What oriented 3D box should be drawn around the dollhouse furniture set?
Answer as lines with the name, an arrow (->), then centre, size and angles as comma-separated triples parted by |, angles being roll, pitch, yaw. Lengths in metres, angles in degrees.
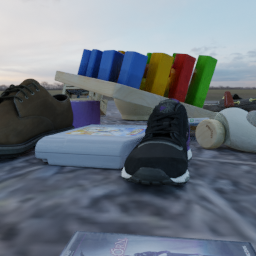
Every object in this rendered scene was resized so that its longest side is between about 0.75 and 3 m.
dollhouse furniture set -> -1.636, -0.843, 10.711 | 1.171, 1.164, 1.661 | 1, -18, 16

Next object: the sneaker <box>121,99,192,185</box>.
sneaker -> 0.346, 0.071, 3.009 | 0.660, 0.763, 1.743 | 2, 7, 14

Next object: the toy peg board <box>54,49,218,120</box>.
toy peg board -> 0.270, -1.181, 5.996 | 2.694, 1.323, 2.706 | 11, 7, -36

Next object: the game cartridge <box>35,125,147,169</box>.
game cartridge -> -0.258, 0.188, 3.955 | 1.228, 0.383, 1.845 | -3, 6, 15

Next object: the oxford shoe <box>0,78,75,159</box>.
oxford shoe -> -1.651, -0.168, 3.927 | 0.916, 1.064, 2.520 | 4, 9, 19

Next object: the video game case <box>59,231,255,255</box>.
video game case -> 0.121, 0.633, 1.147 | 0.910, 0.086, 0.650 | 2, 7, 8

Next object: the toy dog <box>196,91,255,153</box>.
toy dog -> 1.830, -0.080, 3.855 | 1.805, 0.869, 1.190 | 5, 8, 39

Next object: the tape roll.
tape roll -> -1.439, -0.260, 6.207 | 1.653, 0.702, 1.653 | -1, 7, 0

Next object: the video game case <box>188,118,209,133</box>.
video game case -> 1.142, -0.028, 5.361 | 0.911, 0.110, 1.001 | -1, -11, 23

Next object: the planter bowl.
planter bowl -> 0.312, -0.847, 9.271 | 1.710, 1.151, 1.710 | 2, 7, 0

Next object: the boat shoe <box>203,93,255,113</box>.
boat shoe -> 4.116, -0.863, 10.604 | 1.048, 0.885, 2.939 | -6, 9, -41
